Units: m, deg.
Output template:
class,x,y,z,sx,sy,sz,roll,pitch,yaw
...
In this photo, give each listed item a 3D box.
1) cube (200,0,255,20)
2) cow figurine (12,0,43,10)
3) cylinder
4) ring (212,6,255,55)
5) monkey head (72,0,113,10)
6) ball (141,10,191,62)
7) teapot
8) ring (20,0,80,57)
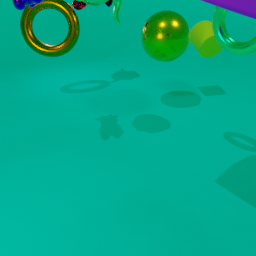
class,x,y,z,sx,sy,sz,roll,pitch,yaw
cube,1.394,-1.646,2.756,1.049,1.049,1.049,-12,40,-45
cow figurine,-1.949,-2.786,4.839,0.724,1.320,1.299,-22,39,-3
cylinder,2.478,-2.796,8.845,0.841,0.841,0.841,-8,50,-13
ring,1.956,-1.822,4.785,0.230,1.148,1.148,-25,38,-34
monkey head,-1.218,-4.453,9.314,1.081,1.290,1.793,-22,41,30
ball,1.066,-2.592,7.963,1.393,1.393,1.393,0,30,0
teapot,-0.670,-2.699,5.099,1.904,0.932,1.184,34,-7,-34
ring,-2.477,-3.224,8.960,1.860,1.860,0.372,-4,13,-7
